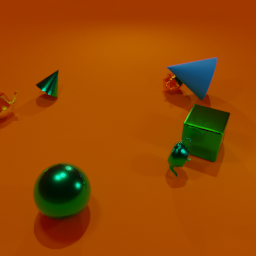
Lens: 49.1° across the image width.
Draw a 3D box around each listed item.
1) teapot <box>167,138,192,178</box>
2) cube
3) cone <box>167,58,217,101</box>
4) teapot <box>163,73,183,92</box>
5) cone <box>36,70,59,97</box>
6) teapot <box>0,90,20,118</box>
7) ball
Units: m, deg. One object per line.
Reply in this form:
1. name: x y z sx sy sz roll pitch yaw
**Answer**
1. teapot: 1.304 0.738 7.068 0.532 1.087 0.676 25 7 5
2. cube: 2.122 0.117 7.761 1.028 1.028 1.028 17 43 21
3. cone: 2.041 -1.873 9.580 1.503 1.497 1.497 18 42 6
4. teapot: 1.629 -1.728 10.172 0.806 0.635 1.296 -12 29 40
5. cone: -2.634 -1.671 9.790 0.853 0.856 0.853 31 9 -5
6. teapot: -4.152 -0.780 8.900 1.647 0.807 1.024 -14 28 -3
7. ball: -1.425 1.374 6.109 1.234 1.234 1.234 0 40 0
